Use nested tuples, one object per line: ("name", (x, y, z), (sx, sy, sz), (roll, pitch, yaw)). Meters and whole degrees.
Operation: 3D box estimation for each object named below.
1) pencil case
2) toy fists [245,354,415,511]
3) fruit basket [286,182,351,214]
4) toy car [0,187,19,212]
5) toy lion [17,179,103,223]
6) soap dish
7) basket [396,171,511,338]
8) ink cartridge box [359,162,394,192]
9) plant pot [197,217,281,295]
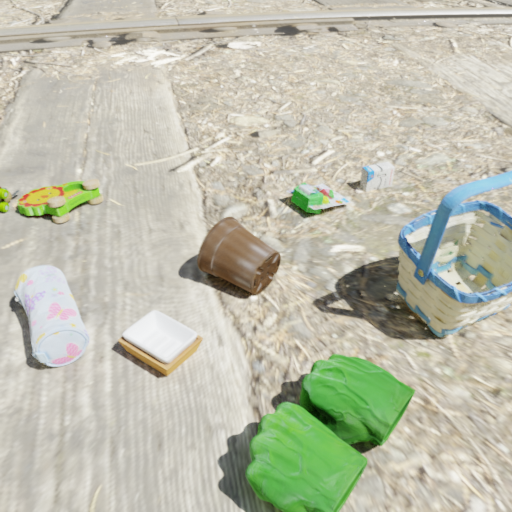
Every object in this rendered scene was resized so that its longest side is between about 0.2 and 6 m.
("pencil case", (-3.280, 0.911, 8.912), (0.840, 0.770, 1.853), (-11, 37, -29))
("toy fists", (0.908, 2.195, 7.122), (1.312, 0.885, 2.574), (30, 44, 24))
("fruit basket", (1.365, -1.332, 12.237), (1.086, 0.509, 1.006), (-18, 40, -28))
("toy car", (-5.575, -1.359, 12.261), (0.639, 0.613, 0.778), (14, 27, 9))
("toy lion", (-4.352, -1.269, 12.243), (1.447, 0.518, 1.509), (17, 38, 34))
("soap dish", (-1.467, 1.344, 8.630), (1.039, 0.422, 0.817), (24, 42, 28))
("basket", (3.382, -0.170, 8.706), (2.383, 2.703, 1.880), (-16, 52, -25))
("ink cartridge box", (2.781, -1.817, 12.872), (0.717, 0.523, 0.302), (-14, 39, -18))
("plant pot", (-0.254, 0.053, 9.915), (1.128, 1.139, 1.139), (31, 46, 25))
